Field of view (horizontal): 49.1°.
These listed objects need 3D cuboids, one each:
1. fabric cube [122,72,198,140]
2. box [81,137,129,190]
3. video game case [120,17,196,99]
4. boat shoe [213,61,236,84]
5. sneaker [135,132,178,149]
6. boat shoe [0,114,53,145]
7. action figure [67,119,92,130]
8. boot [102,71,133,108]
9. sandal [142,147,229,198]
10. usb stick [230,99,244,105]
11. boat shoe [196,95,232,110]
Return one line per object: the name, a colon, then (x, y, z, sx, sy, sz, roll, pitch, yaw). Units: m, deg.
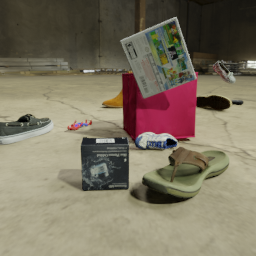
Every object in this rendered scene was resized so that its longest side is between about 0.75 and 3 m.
fabric cube: (1.013, -0.858, 9.835, 2.117, 2.151, 2.158, -4, 11, -12)
box: (-0.473, 0.739, 5.920, 0.984, 1.000, 0.587, -1, 14, -4)
video game case: (0.871, -1.919, 7.914, 1.642, 1.801, 0.198, -19, 20, 13)
boat shoe: (3.223, -1.835, 9.279, 0.336, 0.911, 0.292, -41, -5, -26)
sneaker: (0.871, 0.403, 8.377, 1.322, 0.498, 0.583, -6, 15, -21)
boat shoe: (-3.557, -0.094, 9.878, 0.894, 0.737, 2.604, 6, 15, 22)
action figure: (-1.945, -0.135, 11.039, 0.412, 0.326, 1.260, 10, 20, 28)
boot: (-0.082, -2.174, 15.723, 2.803, 2.007, 0.986, -2, 13, -5)
sandal: (1.313, 0.766, 6.188, 1.142, 0.820, 2.875, 11, 18, 39)
usb stick: (6.200, -1.629, 17.166, 1.637, 0.267, 0.454, 12, 17, 39)
boat shoe: (4.751, -1.482, 15.356, 0.754, 0.840, 2.271, -17, 21, -34)
